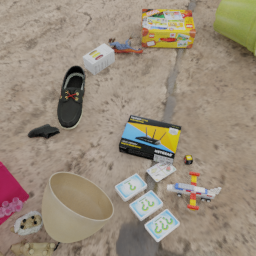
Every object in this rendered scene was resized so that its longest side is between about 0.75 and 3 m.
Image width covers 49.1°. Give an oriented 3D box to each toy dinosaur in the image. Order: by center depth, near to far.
[{"bbox_3d":[-0.141,-3.690,13.110,1.541,0.892,1.699,37,101,8],"label":"toy dinosaur"}]

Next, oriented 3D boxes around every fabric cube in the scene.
[{"bbox_3d":[-4.893,1.752,8.200,2.425,2.464,2.472,33,62,21],"label":"fabric cube"}]

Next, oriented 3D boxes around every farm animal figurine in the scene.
[{"bbox_3d":[-3.324,3.511,7.859,2.086,1.299,2.583,36,58,0],"label":"farm animal figurine"}]

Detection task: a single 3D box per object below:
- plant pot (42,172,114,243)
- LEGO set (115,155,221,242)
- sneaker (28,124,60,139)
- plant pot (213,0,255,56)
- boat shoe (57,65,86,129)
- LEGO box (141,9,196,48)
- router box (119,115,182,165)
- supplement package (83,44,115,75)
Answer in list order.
[{"bbox_3d":[-1.667,2.474,8.200,2.096,2.096,1.407,38,103,22],"label":"plant pot"},{"bbox_3d":[1.382,1.851,8.979,2.947,0.723,2.202,-26,52,-26],"label":"LEGO set"},{"bbox_3d":[-3.154,0.198,10.505,1.093,0.328,0.570,-27,56,-21],"label":"sneaker"},{"bbox_3d":[5.327,-4.897,12.700,2.378,2.587,2.587,31,62,27],"label":"plant pot"},{"bbox_3d":[-2.266,-1.273,11.181,1.032,0.884,2.820,6,58,-2],"label":"boat shoe"},{"bbox_3d":[1.851,-4.774,13.410,2.411,0.930,1.796,1,55,-1],"label":"LEGO box"},{"bbox_3d":[0.819,0.401,10.225,1.993,0.509,1.487,13,55,10],"label":"router box"},{"bbox_3d":[-1.280,-3.062,12.465,1.244,0.682,0.708,-40,65,-23],"label":"supplement package"}]
